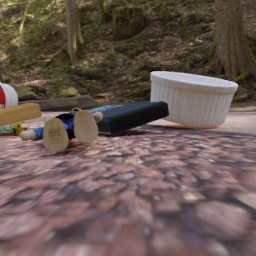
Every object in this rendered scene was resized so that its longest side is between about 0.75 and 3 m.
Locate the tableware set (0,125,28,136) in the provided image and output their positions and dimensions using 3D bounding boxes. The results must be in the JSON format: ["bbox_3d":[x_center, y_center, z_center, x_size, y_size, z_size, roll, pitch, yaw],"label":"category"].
[{"bbox_3d":[-2.747,0.049,6.071,1.308,0.201,0.881,2,5,19],"label":"tableware set"}]

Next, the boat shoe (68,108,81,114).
[{"bbox_3d":[-1.823,-0.493,10.249,0.519,0.506,1.371,0,9,7],"label":"boat shoe"}]

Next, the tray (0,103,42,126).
[{"bbox_3d":[-2.770,-0.213,5.893,1.676,0.310,0.827,-16,15,-28],"label":"tray"}]

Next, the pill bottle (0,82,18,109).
[{"bbox_3d":[-4.344,-0.785,7.927,1.382,1.382,2.462,1,6,16],"label":"pill bottle"}]

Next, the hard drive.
[{"bbox_3d":[-0.409,-0.292,6.871,1.662,0.392,2.381,-18,13,-34],"label":"hard drive"}]

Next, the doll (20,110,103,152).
[{"bbox_3d":[-0.965,0.014,4.223,1.282,0.455,1.879,-16,5,-12],"label":"doll"}]

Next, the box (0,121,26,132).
[{"bbox_3d":[-3.177,-0.048,7.068,1.086,0.263,0.637,-6,7,-38],"label":"box"}]

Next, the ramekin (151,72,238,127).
[{"bbox_3d":[1.883,-0.915,8.520,2.555,1.246,2.555,6,17,-2],"label":"ramekin"}]
